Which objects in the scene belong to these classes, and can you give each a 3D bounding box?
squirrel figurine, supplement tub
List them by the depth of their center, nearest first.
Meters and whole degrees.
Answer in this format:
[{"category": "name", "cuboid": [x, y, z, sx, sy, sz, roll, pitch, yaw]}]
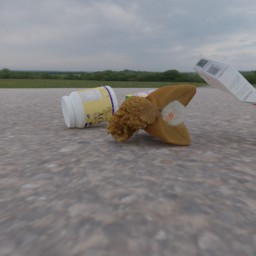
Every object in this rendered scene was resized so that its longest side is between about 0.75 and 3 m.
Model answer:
[{"category": "squirrel figurine", "cuboid": [0.414, -0.315, 6.880, 1.962, 1.389, 1.831, -1, 3, -25]}, {"category": "supplement tub", "cuboid": [-1.201, -0.647, 8.758, 1.548, 1.125, 1.125, -14, 15, -21]}]

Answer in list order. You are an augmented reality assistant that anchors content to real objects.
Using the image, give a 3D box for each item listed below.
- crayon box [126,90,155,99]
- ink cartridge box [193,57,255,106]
[{"category": "crayon box", "cuboid": [0.951, -1.176, 12.239, 1.457, 0.714, 2.452, -13, 12, -15]}, {"category": "ink cartridge box", "cuboid": [2.576, -0.853, 6.704, 1.957, 0.558, 1.590, 42, 10, -18]}]
